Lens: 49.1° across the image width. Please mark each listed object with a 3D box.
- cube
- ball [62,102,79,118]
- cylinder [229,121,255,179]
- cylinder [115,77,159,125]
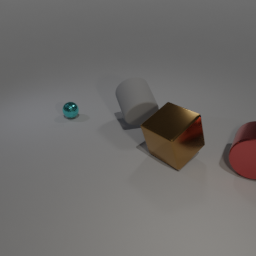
[{"bbox_3d":[1.503,0.236,9.266,1.400,1.400,1.400,-40,43,-21],"label":"cube"},{"bbox_3d":[-2.478,-0.783,12.103,0.700,0.700,0.700,0,30,0],"label":"ball"},{"bbox_3d":[4.032,0.673,8.874,1.400,1.400,1.400,15,30,23],"label":"cylinder"},{"bbox_3d":[0.341,-1.061,11.158,1.400,1.400,1.400,-10,55,-16],"label":"cylinder"}]
